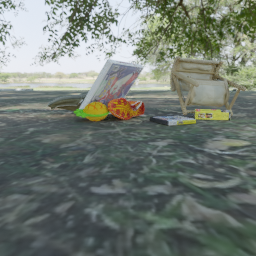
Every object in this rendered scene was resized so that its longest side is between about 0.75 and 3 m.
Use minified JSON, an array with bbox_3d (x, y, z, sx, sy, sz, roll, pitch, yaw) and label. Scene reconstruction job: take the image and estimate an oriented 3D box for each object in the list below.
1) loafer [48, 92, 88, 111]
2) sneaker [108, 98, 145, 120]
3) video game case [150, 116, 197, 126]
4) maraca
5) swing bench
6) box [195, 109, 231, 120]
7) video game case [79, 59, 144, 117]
[{"bbox_3d":[-2.305,-1.072,12.562,2.524,0.879,0.949,-10,9,-6],"label":"loafer"},{"bbox_3d":[-0.172,-0.716,11.134,0.889,0.841,2.305,-3,-3,30],"label":"sneaker"},{"bbox_3d":[1.590,-0.284,10.028,1.169,0.165,1.294,-4,11,-22],"label":"video game case"},{"bbox_3d":[-1.312,-0.589,10.264,1.294,0.692,0.887,-8,24,-25],"label":"maraca"},{"bbox_3d":[3.198,-1.790,11.836,2.316,1.510,2.328,1,41,-16],"label":"swing bench"},{"bbox_3d":[3.269,-0.524,10.854,1.311,0.329,0.494,2,17,13],"label":"box"},{"bbox_3d":[-0.656,-1.520,11.171,0.290,2.526,2.301,45,27,21],"label":"video game case"}]
